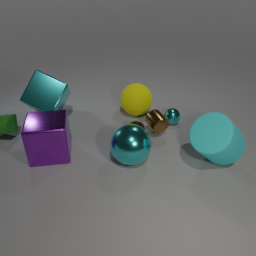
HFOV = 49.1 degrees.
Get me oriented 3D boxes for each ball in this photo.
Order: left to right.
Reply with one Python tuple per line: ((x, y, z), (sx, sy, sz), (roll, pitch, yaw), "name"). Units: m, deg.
((0.095, 0.559, 9.465), (1.400, 1.400, 1.400), (0, 32, 0), "ball")
((0.364, -1.259, 12.350), (1.400, 1.400, 1.400), (0, 32, 0), "ball")
((1.866, -0.490, 11.799), (0.700, 0.700, 0.700), (0, 32, 0), "ball")

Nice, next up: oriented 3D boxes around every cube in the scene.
((-4.797, -0.145, 10.850), (0.700, 0.700, 0.700), (-6, 4, 17), "cube")
((-3.364, -1.332, 11.620), (1.400, 1.400, 1.400), (26, -7, -3), "cube")
((-2.781, 0.326, 9.788), (1.400, 1.400, 1.400), (-6, 33, -7), "cube")

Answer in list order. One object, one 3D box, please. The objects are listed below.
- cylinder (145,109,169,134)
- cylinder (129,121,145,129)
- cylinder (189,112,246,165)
((1.132, -0.255, 10.932), (0.700, 0.700, 0.700), (-16, 46, -23), "cylinder")
((0.284, 0.198, 10.689), (0.700, 0.700, 0.700), (4, 33, 6), "cylinder")
((2.920, 0.374, 9.119), (1.400, 1.400, 1.400), (35, 3, 42), "cylinder")
